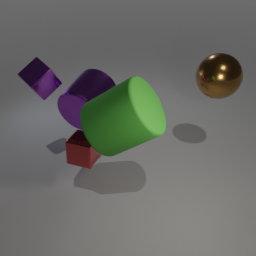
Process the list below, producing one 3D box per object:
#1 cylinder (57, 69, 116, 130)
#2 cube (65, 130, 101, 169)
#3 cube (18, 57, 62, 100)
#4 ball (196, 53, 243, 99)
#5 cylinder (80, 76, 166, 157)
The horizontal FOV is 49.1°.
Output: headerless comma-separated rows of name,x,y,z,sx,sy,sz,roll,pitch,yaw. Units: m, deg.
cylinder,-1.209,-0.874,8.616,1.400,1.400,1.400,13,46,20
cube,-1.178,0.555,7.466,0.700,0.700,0.700,11,30,14
cube,-2.362,-1.323,7.555,0.700,0.700,0.700,-46,65,-8
ball,2.816,-1.604,8.686,1.400,1.400,1.400,0,31,0
cylinder,-0.093,-0.235,6.277,1.400,1.400,1.400,-25,20,28
